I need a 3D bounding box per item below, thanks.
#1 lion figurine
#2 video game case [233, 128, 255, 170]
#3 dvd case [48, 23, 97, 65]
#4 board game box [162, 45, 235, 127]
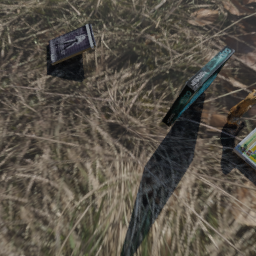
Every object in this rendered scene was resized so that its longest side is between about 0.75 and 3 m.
[{"bbox_3d":[3.515,-0.691,8.378,0.864,1.411,0.511,-30,65,-30],"label":"lion figurine"},{"bbox_3d":[4.323,0.657,8.222,1.828,0.202,1.664,-37,66,-19],"label":"video game case"},{"bbox_3d":[-2.034,-3.032,10.098,1.723,0.138,1.281,-21,56,7],"label":"dvd case"},{"bbox_3d":[2.037,-1.217,8.094,0.346,1.663,2.459,40,55,11],"label":"board game box"}]
